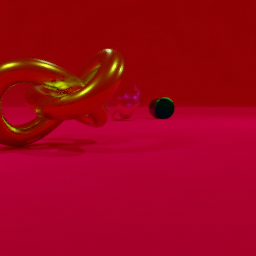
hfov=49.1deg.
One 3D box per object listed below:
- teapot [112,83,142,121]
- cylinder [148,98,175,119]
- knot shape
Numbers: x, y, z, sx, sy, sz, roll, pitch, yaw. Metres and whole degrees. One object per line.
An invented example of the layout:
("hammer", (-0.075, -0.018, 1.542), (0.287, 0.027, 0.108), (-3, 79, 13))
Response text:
("teapot", (-0.005, -1.014, 11.282), (0.924, 1.887, 1.173), (38, -19, -1))
("cylinder", (1.515, -0.896, 12.732), (0.949, 0.949, 0.949), (-1, 5, -13))
("knot shape", (-1.118, -0.394, 4.048), (1.958, 0.967, 2.092), (-14, -8, -30))
